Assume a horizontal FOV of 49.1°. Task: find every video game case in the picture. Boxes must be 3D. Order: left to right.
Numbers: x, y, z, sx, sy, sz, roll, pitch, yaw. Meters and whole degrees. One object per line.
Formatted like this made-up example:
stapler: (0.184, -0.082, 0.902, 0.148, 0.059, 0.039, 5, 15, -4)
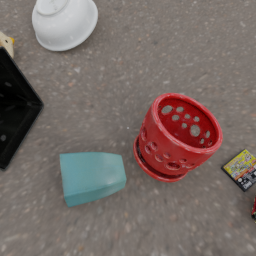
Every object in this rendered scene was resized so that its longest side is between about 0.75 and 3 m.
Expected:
video game case: (3.399, 1.214, 8.158, 1.018, 0.130, 0.920, -33, 64, -17)

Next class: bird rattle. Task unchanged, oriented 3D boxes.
bird rattle: (-5.164, -2.712, 9.630, 2.285, 1.579, 2.803, 16, 64, -27)

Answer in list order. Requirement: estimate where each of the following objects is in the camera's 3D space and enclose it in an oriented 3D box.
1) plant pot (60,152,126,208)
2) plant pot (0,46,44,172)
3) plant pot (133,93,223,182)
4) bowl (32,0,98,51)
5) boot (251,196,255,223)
plant pot: (-0.916, 1.296, 7.540, 1.614, 1.140, 1.141, -9, 62, -11)
plant pot: (-4.423, -0.588, 8.029, 2.270, 2.553, 2.559, 8, 58, 20)
plant pot: (1.172, 0.356, 7.451, 1.974, 1.798, 1.974, 16, 43, -16)
bowl: (-2.574, -4.340, 10.486, 2.673, 1.201, 2.673, -6, 68, 14)
boot: (3.939, 2.676, 6.865, 1.803, 0.862, 2.387, 19, 56, 14)
